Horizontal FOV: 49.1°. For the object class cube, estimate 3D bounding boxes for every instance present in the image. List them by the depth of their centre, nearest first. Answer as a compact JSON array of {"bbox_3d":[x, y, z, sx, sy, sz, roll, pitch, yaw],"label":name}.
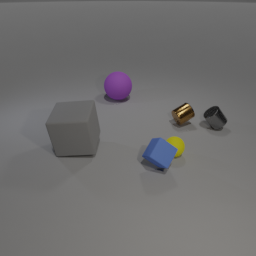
[{"bbox_3d":[0.992,0.781,8.786,0.700,0.700,0.700,34,-13,-12],"label":"cube"},{"bbox_3d":[-1.830,-0.003,9.712,1.400,1.400,1.400,-3,35,6],"label":"cube"}]

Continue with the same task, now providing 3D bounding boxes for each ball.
[{"bbox_3d":[1.592,0.638,9.596,0.700,0.700,0.700,0,28,0],"label":"ball"},{"bbox_3d":[-0.498,-2.103,13.960,1.400,1.400,1.400,0,28,0],"label":"ball"}]

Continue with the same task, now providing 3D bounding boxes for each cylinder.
[{"bbox_3d":[3.531,-0.413,11.326,0.700,0.700,0.700,-35,21,16],"label":"cylinder"},{"bbox_3d":[2.275,-0.582,11.589,0.700,0.700,0.700,-31,35,-8],"label":"cylinder"}]
